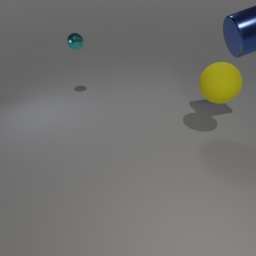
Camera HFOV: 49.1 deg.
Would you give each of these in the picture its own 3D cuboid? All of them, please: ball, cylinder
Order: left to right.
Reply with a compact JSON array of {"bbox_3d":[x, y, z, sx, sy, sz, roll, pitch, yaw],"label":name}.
[{"bbox_3d":[-2.255,-3.697,11.976,0.700,0.700,0.700,0,31,0],"label":"ball"},{"bbox_3d":[3.157,-1.541,9.594,1.400,1.400,1.400,0,31,0],"label":"ball"},{"bbox_3d":[4.066,-3.214,9.200,1.400,1.400,1.400,-19,32,4],"label":"cylinder"}]
